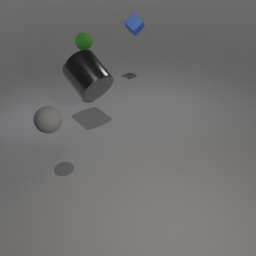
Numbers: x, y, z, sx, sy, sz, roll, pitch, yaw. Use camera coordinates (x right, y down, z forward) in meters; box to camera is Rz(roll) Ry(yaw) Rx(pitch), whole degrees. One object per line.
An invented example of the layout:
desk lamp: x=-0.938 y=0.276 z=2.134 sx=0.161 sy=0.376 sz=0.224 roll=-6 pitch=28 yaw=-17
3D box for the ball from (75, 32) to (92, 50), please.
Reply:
ball: x=-1.780 y=-3.471 z=11.237 sx=0.700 sy=0.700 sz=0.700 roll=0 pitch=31 yaw=0

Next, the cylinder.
cylinder: x=-1.496 y=-1.947 z=10.494 sx=1.400 sy=1.400 sz=1.400 roll=-27 pitch=73 yaw=-37

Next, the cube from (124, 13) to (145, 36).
cube: x=0.336 y=-5.244 z=14.213 sx=0.700 sy=0.700 sz=0.700 roll=46 pitch=4 yaw=8

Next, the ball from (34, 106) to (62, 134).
ball: x=-2.027 y=-0.209 z=7.103 sx=0.700 sy=0.700 sz=0.700 roll=0 pitch=31 yaw=0
